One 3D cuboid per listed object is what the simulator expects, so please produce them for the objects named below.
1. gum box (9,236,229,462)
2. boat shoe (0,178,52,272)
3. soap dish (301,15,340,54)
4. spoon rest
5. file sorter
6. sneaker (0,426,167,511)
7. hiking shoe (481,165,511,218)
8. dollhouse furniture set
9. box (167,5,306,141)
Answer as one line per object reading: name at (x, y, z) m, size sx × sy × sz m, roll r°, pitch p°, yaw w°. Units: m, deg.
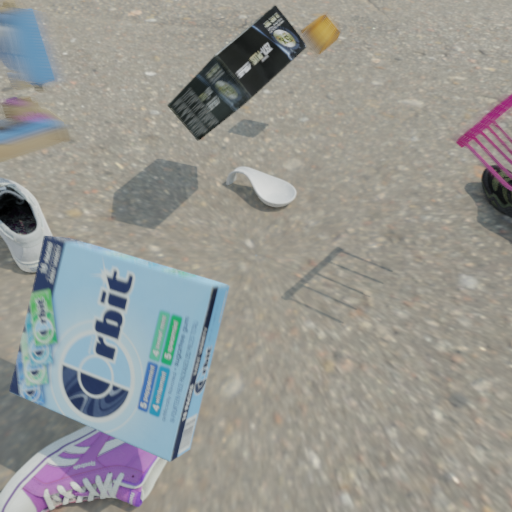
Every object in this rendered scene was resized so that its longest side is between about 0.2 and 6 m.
gum box at (-1.565, 0.940, 6.230) m, size 2.210 × 1.877 × 0.492 m, roll 15°, pitch 4°, yaw 20°
boat shoe at (-4.708, -0.861, 10.801) m, size 1.059 × 1.008 × 2.941 m, roll -20°, pitch 46°, yaw -20°
soap dish at (1.414, -4.832, 12.166) m, size 0.634 × 0.327 × 0.806 m, roll 48°, pitch 56°, yaw -8°
spoon rest at (0.085, -1.493, 11.877) m, size 1.640 × 0.497 × 0.815 m, roll 24°, pitch 48°, yaw 25°
file sorter at (3.693, -1.719, 7.491) m, size 1.061 × 1.176 × 1.692 m, roll 49°, pitch 41°, yaw 5°
sneaker at (-2.069, 2.832, 7.024) m, size 2.104 × 0.763 × 1.200 m, roll -31°, pitch 54°, yaw -29°
hiking shoe at (5.491, -1.273, 11.061) m, size 0.949 × 1.261 × 2.505 m, roll -15°, pitch 45°, yaw -16°
dollhouse furniture set at (-4.212, -2.841, 8.757) m, size 1.467 × 2.248 × 2.123 m, roll -26°, pitch 39°, yaw -26°
box at (-0.382, -3.202, 10.020) m, size 1.716 × 0.903 × 2.096 m, roll -49°, pitch 16°, yaw -28°
